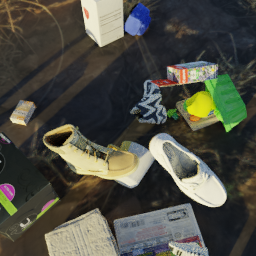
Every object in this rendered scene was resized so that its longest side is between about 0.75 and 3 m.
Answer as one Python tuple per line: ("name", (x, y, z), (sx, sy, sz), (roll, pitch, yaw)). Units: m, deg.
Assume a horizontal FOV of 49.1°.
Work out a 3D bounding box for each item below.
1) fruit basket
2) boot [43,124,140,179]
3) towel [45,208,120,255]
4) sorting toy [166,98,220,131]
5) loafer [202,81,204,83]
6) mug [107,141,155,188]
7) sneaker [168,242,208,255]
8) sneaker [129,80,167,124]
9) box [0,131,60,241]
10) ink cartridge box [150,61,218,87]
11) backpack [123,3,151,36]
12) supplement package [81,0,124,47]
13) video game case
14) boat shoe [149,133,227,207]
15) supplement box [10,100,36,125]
("fruit basket", (3.009, -0.838, 10.068), (2.037, 1.469, 2.037), (-12, 61, 21))
("boot", (-1.009, 0.654, 7.854), (2.352, 1.828, 0.856), (1, 57, 25))
("towel", (-1.080, 3.726, 7.491), (1.813, 0.472, 2.735), (-24, 60, -1))
("sorting toy", (2.375, -0.549, 10.469), (1.800, 0.265, 1.331), (-20, 60, -13))
("loafer", (3.484, -1.884, 11.293), (1.017, 0.320, 0.366), (24, 60, 15))
("mug", (-0.011, 1.204, 8.974), (1.463, 1.172, 1.201), (8, 63, 44))
("sneaker", (1.649, 3.320, 7.647), (1.113, 0.418, 0.451), (19, 47, 6))
("sneaker", (0.576, -0.962, 10.428), (1.242, 0.762, 1.908), (-7, 67, -15))
("box", (-3.552, 1.704, 8.287), (2.433, 1.512, 1.807), (39, 65, 23))
("ink cartridge box", (1.878, -1.881, 9.623), (2.069, 0.521, 1.128), (-10, 20, -11))
("backpack", (0.478, -4.980, 12.902), (1.069, 1.035, 1.274), (31, 58, -14))
("supplement package", (-1.093, -4.972, 12.153), (1.320, 2.204, 1.336), (-31, 61, -18))
("video game case", (0.970, 3.453, 7.905), (2.411, 0.277, 2.196), (-10, 58, -8))
("boat shoe", (1.705, 1.264, 7.569), (2.753, 0.954, 0.975), (41, 88, -8))
("supplement box", (-3.908, -0.582, 10.453), (0.557, 0.325, 0.884), (11, 58, 8))
